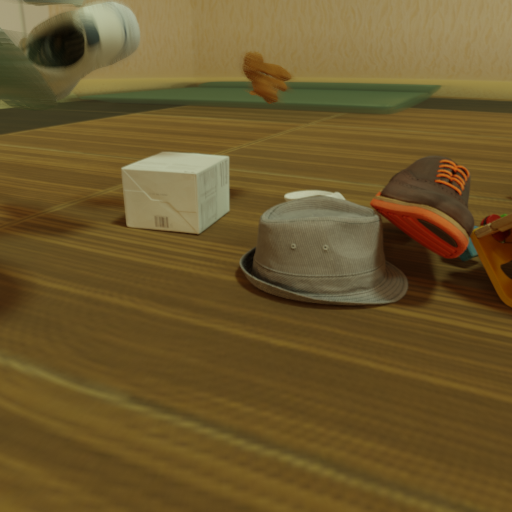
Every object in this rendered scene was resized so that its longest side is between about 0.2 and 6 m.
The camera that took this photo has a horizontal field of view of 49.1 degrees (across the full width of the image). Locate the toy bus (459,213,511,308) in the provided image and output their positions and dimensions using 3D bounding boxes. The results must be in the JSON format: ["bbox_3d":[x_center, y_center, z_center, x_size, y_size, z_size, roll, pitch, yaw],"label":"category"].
[{"bbox_3d":[4.059,-0.239,7.000,2.706,1.398,2.553,-24,-9,14],"label":"toy bus"}]

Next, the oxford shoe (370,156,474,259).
[{"bbox_3d":[2.374,-0.868,7.748,1.216,1.239,3.416,36,11,-4],"label":"oxford shoe"}]

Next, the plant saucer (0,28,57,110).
[{"bbox_3d":[-3.038,-2.376,5.256,0.377,2.751,2.751,-45,35,-9],"label":"plant saucer"}]

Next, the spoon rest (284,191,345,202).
[{"bbox_3d":[1.163,-0.929,9.939,0.945,0.577,1.903,-8,24,-19],"label":"spoon rest"}]

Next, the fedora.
[{"bbox_3d":[0.900,-0.177,7.401,2.243,1.013,1.984,7,22,18],"label":"fedora"}]

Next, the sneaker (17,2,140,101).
[{"bbox_3d":[-3.100,-3.019,8.378,2.992,1.093,1.059,-12,11,38],"label":"sneaker"}]

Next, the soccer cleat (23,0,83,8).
[{"bbox_3d":[-3.203,-3.599,7.280,1.975,0.690,0.853,5,-4,-13],"label":"soccer cleat"}]

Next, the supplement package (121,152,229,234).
[{"bbox_3d":[-1.344,-1.134,9.766,1.377,1.059,1.440,7,22,17],"label":"supplement package"}]

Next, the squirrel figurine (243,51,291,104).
[{"bbox_3d":[0.078,-3.265,10.348,0.706,0.998,0.931,-38,13,30],"label":"squirrel figurine"}]
